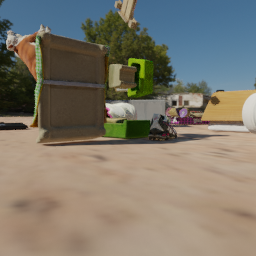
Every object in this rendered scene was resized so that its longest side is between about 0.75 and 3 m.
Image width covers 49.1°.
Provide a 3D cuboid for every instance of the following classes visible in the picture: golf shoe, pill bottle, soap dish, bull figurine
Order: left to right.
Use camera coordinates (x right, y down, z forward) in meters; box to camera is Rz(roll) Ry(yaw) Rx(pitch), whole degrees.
[{"bbox_3d":[-2.878,-2.425,8.798,1.450,2.389,0.778,-43,-20,12],"label":"bull figurine"},{"bbox_3d":[-0.907,-0.351,7.738,2.336,0.880,1.069,1,6,38],"label":"golf shoe"},{"bbox_3d":[0.658,-0.027,5.038,0.397,0.453,1.029,0,1,19],"label":"golf shoe"},{"bbox_3d":[3.510,-0.451,7.157,2.632,1.069,2.071,1,3,37],"label":"soap dish"},{"bbox_3d":[2.571,-0.213,4.231,0.889,0.889,1.563,-1,4,-20],"label":"pill bottle"}]

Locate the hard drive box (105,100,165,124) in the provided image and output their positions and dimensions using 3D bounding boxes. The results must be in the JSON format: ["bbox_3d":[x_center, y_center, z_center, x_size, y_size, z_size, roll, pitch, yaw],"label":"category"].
[{"bbox_3d":[0.085,-0.536,10.244,2.411,0.926,1.879,0,3,2],"label":"hard drive box"}]

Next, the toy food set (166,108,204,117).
[{"bbox_3d":[2.397,-0.675,12.003,2.337,0.368,1.485,-2,5,-28],"label":"toy food set"}]

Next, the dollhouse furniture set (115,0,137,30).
[{"bbox_3d":[0.265,-3.215,6.565,0.706,1.233,1.445,-6,49,-25],"label":"dollhouse furniture set"}]

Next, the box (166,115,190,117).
[{"bbox_3d":[2.592,-0.491,14.858,1.341,0.414,1.679,4,5,36],"label":"box"}]

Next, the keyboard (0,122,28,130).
[{"bbox_3d":[-3.699,-0.034,7.898,1.520,0.195,0.913,-1,9,-36],"label":"keyboard"}]

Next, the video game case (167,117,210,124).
[{"bbox_3d":[2.719,-0.343,12.566,1.834,0.328,1.662,-1,3,-16],"label":"video game case"}]

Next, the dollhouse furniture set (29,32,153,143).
[{"bbox_3d":[-0.765,-0.583,4.902,1.187,1.550,2.366,4,5,45],"label":"dollhouse furniture set"}]
